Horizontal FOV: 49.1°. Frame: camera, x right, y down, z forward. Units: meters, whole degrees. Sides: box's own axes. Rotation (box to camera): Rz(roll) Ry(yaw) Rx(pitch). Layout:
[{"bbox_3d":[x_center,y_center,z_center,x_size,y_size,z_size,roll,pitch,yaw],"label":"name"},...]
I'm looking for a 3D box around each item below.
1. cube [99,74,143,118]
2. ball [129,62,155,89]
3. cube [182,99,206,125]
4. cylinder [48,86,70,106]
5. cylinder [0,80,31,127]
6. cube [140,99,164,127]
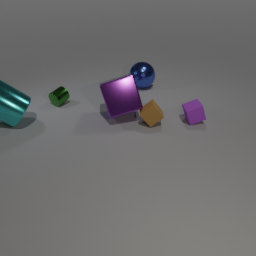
[{"bbox_3d":[-0.322,-1.356,11.642,1.400,1.400,1.400,-18,13,-3],"label":"cube"},{"bbox_3d":[0.747,-2.790,14.812,1.400,1.400,1.400,0,30,0],"label":"ball"},{"bbox_3d":[2.718,-0.668,11.562,0.700,0.700,0.700,-20,31,5],"label":"cube"},{"bbox_3d":[-3.207,-1.477,13.044,0.700,0.700,0.700,21,50,32],"label":"cylinder"},{"bbox_3d":[-4.815,-0.971,11.074,1.400,1.400,1.400,32,17,-27],"label":"cylinder"},{"bbox_3d":[0.954,-0.608,11.355,0.700,0.700,0.700,-36,19,17],"label":"cube"}]
